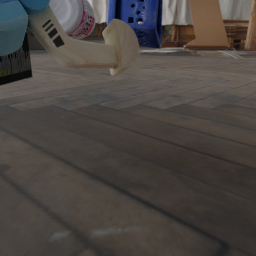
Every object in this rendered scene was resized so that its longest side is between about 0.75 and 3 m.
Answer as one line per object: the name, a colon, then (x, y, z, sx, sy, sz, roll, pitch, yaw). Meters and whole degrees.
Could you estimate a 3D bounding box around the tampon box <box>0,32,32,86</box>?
tampon box: (-2.550, -1.214, 4.871, 1.009, 0.850, 1.346, 12, 25, 25)

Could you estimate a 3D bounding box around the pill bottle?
pill bottle: (-2.025, -3.894, 9.683, 1.573, 1.573, 2.774, 2, 14, 5)

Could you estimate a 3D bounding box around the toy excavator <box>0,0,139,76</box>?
toy excavator: (-1.344, -1.463, 3.690, 2.438, 2.507, 1.252, -36, 9, -28)

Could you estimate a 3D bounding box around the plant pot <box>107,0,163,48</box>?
plant pot: (0.207, -2.981, 7.338, 1.305, 1.451, 1.451, 2, -3, 10)
